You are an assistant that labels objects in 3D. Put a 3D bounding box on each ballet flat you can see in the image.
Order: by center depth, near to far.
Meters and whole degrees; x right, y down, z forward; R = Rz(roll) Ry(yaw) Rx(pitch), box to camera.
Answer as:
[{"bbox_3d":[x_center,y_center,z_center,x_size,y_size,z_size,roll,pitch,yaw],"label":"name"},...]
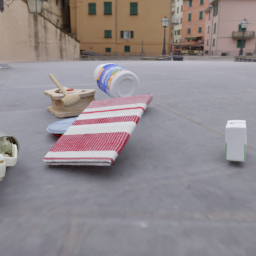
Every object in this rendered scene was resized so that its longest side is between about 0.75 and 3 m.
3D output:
[{"bbox_3d":[-2.386,0.528,4.687,0.878,0.929,2.756,11,7,-11],"label":"ballet flat"}]

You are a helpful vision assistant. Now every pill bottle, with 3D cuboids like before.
[{"bbox_3d":[-0.467,-1.555,9.168,1.002,1.002,1.788,-9,27,-27],"label":"pill bottle"}]

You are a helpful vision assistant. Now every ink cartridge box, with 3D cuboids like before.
[{"bbox_3d":[2.371,0.248,6.141,0.414,0.717,0.981,1,10,22],"label":"ink cartridge box"}]

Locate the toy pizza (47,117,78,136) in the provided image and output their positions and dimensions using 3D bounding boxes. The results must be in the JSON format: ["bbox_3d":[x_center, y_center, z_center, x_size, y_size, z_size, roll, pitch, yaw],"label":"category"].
[{"bbox_3d":[-1.272,-0.028,7.952,1.995,0.316,1.995,-5,12,1],"label":"toy pizza"}]

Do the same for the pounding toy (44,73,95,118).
[{"bbox_3d":[-2.044,-1.295,10.150,1.546,1.551,2.705,-14,20,-28],"label":"pounding toy"}]

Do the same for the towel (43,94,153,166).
[{"bbox_3d":[-0.585,0.007,6.266,1.743,0.275,2.420,-4,33,29],"label":"towel"}]

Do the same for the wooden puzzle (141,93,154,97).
[{"bbox_3d":[0.126,-1.037,10.811,1.707,0.296,2.531,-10,4,3],"label":"wooden puzzle"}]
